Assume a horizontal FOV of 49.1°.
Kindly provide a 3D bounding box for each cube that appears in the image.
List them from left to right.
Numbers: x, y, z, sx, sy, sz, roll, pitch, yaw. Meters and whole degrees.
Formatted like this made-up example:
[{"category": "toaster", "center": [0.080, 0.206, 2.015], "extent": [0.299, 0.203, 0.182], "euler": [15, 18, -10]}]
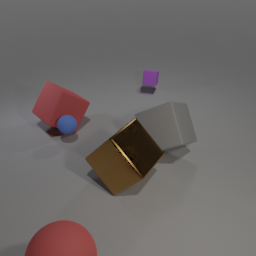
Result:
[{"category": "cube", "center": [-2.660, -0.828, 11.127], "extent": [1.400, 1.400, 1.400], "euler": [31, 7, 41]}, {"category": "cube", "center": [-0.085, 0.828, 8.205], "extent": [1.400, 1.400, 1.400], "euler": [51, 41, -1]}, {"category": "cube", "center": [1.166, -2.569, 14.322], "extent": [0.700, 0.700, 0.700], "euler": [9, 16, 12]}, {"category": "cube", "center": [1.287, 0.001, 9.410], "extent": [1.400, 1.400, 1.400], "euler": [-18, -8, 31]}]

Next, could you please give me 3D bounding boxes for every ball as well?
[{"category": "ball", "center": [-1.308, 2.552, 5.513], "extent": [1.400, 1.400, 1.400], "euler": [0, 31, 0]}, {"category": "ball", "center": [-2.214, -0.122, 10.215], "extent": [0.700, 0.700, 0.700], "euler": [0, 31, 0]}]
